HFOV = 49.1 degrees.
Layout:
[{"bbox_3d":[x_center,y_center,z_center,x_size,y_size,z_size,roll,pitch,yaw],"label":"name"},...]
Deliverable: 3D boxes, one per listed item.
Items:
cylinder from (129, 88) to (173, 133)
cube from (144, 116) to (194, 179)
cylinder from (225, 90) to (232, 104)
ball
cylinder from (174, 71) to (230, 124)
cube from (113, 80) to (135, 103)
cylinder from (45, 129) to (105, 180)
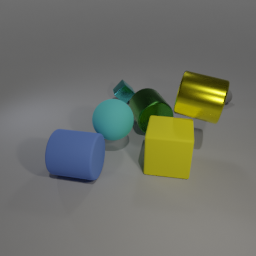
[{"bbox_3d":[0.881,-0.662,10.976,1.400,1.400,1.400,-7,32,-12],"label":"cylinder"},{"bbox_3d":[1.289,0.575,8.854,1.400,1.400,1.400,5,31,9],"label":"cube"},{"bbox_3d":[4.316,-1.437,12.925,0.700,0.700,0.700,-15,33,-36],"label":"cylinder"},{"bbox_3d":[-0.507,-0.278,9.456,1.400,1.400,1.400,0,30,0],"label":"ball"},{"bbox_3d":[2.309,-0.973,8.868,1.400,1.400,1.400,16,33,12],"label":"cylinder"},{"bbox_3d":[-0.197,-1.686,13.011,0.700,0.700,0.700,37,17,-27],"label":"cube"},{"bbox_3d":[-1.547,0.789,8.465,1.400,1.400,1.400,6,31,11],"label":"cylinder"}]
